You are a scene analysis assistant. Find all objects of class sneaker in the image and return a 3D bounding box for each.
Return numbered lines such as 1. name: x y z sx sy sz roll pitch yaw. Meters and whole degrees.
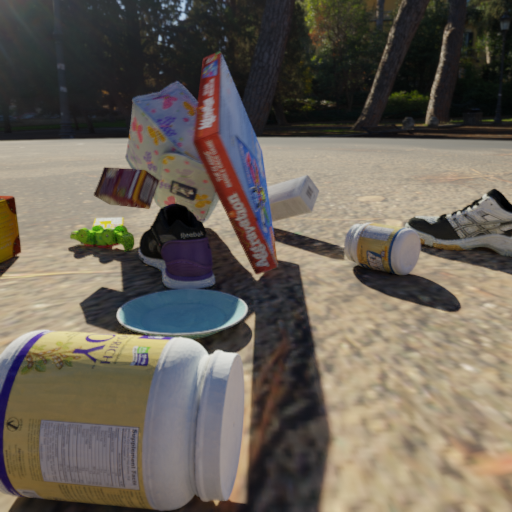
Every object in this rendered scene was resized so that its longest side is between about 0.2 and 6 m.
1. sneaker: -1.259 -0.330 8.953 0.976 1.128 2.576 -7 16 -24
2. sneaker: 4.081 -0.684 10.291 2.626 1.151 0.993 7 18 29

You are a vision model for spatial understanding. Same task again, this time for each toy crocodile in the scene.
1. toy crocodile: -2.878 -0.334 10.487 1.419 0.438 0.479 2 13 24

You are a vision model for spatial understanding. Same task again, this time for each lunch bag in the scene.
1. lunch bag: -1.605 -2.034 11.783 1.508 2.372 2.011 -34 -12 -31

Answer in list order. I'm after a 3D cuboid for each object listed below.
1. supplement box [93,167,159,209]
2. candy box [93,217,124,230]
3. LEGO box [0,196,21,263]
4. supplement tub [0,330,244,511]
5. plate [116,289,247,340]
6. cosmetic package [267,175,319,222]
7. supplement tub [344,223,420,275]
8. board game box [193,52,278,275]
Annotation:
1. supplement box: -2.202 -1.155 9.502 0.981 0.541 0.420 9 -15 31
2. candy box: -3.161 -0.634 11.982 0.629 0.162 1.230 -1 15 -12
3. LEGO box: -5.333 -0.220 8.637 2.068 1.072 2.778 2 15 6
4. supplement tub: -0.890 1.076 3.748 1.510 1.098 1.098 2 15 7
5. plate: -0.883 0.731 6.801 1.569 0.201 1.569 -1 15 0
6. cosmetic package: 0.633 -1.210 12.069 1.280 0.543 0.688 -11 43 40
7. supplement tub: 2.009 -0.132 8.971 1.028 0.744 0.744 13 20 43
8. board game box: -0.356 -1.880 9.840 0.443 2.347 4.560 -21 31 10
